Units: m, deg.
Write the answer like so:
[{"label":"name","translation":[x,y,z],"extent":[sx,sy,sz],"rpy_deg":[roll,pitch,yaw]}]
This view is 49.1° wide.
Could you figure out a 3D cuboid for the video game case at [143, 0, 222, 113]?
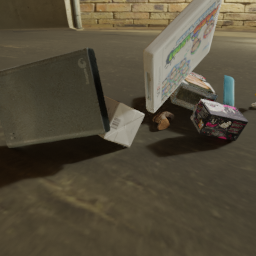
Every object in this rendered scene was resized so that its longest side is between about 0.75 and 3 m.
[{"label":"video game case","translation":[1.449,-2.032,7.413],"extent":[0.342,2.624,2.883],"rpy_deg":[36,73,20]}]

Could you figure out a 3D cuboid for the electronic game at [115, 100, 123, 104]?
[{"label":"electronic game","translation":[-0.659,-0.747,10.002],"extent":[1.178,0.245,1.178],"rpy_deg":[1,26,0]}]

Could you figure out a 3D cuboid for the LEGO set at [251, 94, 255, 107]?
[{"label":"LEGO set","translation":[5.023,-1.216,10.084],"extent":[1.184,0.452,0.486],"rpy_deg":[-28,4,10]}]

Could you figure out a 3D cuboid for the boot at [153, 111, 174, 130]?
[{"label":"boot","translation":[1.029,-0.232,8.838],"extent":[0.871,0.306,0.637],"rpy_deg":[-37,27,-32]}]

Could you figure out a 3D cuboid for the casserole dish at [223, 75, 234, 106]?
[{"label":"casserole dish","translation":[3.192,-0.915,8.910],"extent":[0.323,1.010,1.667],"rpy_deg":[2,57,19]}]

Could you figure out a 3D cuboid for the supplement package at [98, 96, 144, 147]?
[{"label":"supplement package","translation":[-0.577,-0.307,7.692],"extent":[0.991,1.003,1.654],"rpy_deg":[21,4,-43]}]

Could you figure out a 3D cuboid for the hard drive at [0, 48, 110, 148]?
[{"label":"hard drive","translation":[-1.935,-0.654,6.860],"extent":[2.807,1.959,0.462],"rpy_deg":[-9,8,19]}]

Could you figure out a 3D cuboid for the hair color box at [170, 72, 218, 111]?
[{"label":"hair color box","translation":[2.295,-1.496,10.481],"extent":[1.363,0.835,2.753],"rpy_deg":[20,24,-5]}]

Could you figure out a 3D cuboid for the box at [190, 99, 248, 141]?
[{"label":"box","translation":[2.511,-0.242,7.772],"extent":[1.222,0.701,0.808],"rpy_deg":[11,34,-18]}]
